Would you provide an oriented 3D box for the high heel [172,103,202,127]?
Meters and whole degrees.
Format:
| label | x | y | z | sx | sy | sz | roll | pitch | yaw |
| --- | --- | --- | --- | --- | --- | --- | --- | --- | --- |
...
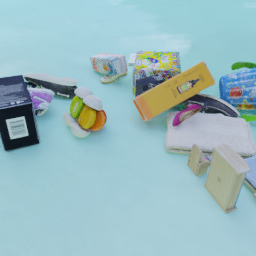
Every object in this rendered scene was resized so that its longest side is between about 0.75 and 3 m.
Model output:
| label | x | y | z | sx | sy | sz | roll | pitch | yaw |
| --- | --- | --- | --- | --- | --- | --- | --- | --- | --- |
| high heel | 1.968 | -0.411 | 9.428 | 1.079 | 0.364 | 0.519 | -49 | 35 | -8 |

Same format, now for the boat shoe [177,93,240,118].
| label | x | y | z | sx | sy | sz | roll | pitch | yaw |
| --- | --- | --- | --- | --- | --- | --- | --- | --- | --- |
| boat shoe | 2.781 | -0.817 | 10.917 | 2.971 | 1.079 | 0.932 | 27 | 83 | 26 |

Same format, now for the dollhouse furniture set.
| label | x | y | z | sx | sy | sz | roll | pitch | yaw |
| --- | --- | --- | --- | --- | --- | --- | --- | --- | --- |
| dollhouse furniture set | 3.292 | 0.907 | 7.809 | 2.319 | 1.513 | 2.189 | -12 | 39 | -17 |

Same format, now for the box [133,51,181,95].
| label | x | y | z | sx | sy | sz | roll | pitch | yaw |
| --- | --- | --- | --- | --- | --- | --- | --- | --- | --- |
| box | 1.283 | -2.484 | 12.577 | 2.005 | 1.270 | 2.081 | 4 | 37 | 5 |

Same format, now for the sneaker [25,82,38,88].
| label | x | y | z | sx | sy | sz | roll | pitch | yaw |
| --- | --- | --- | --- | --- | --- | --- | --- | --- | --- |
| sneaker | -4.568 | -1.911 | 12.394 | 0.514 | 0.580 | 1.372 | 26 | 43 | 31 |

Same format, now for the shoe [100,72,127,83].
| label | x | y | z | sx | sy | sz | roll | pitch | yaw |
| --- | --- | --- | --- | --- | --- | --- | --- | --- | --- |
| shoe | -0.690 | -2.581 | 13.419 | 0.565 | 0.431 | 1.616 | 29 | 46 | 33 |

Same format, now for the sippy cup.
| label | x | y | z | sx | sy | sz | roll | pitch | yaw |
| --- | --- | --- | --- | --- | --- | --- | --- | --- | --- |
| sippy cup | 4.521 | -1.476 | 10.960 | 1.748 | 1.873 | 2.385 | -4 | 24 | 13 |

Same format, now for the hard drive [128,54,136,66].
| label | x | y | z | sx | sy | sz | roll | pitch | yaw |
| --- | --- | --- | --- | --- | --- | --- | --- | --- | --- |
| hard drive | 0.507 | -3.689 | 15.132 | 0.862 | 0.172 | 1.307 | 3 | 37 | 4 |

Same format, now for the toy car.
| label | x | y | z | sx | sy | sz | roll | pitch | yaw |
| --- | --- | --- | --- | --- | --- | --- | --- | --- | --- |
| toy car | -1.420 | -0.526 | 10.075 | 1.289 | 1.504 | 1.719 | 15 | 19 | -44 |

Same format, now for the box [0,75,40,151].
| label | x | y | z | sx | sy | sz | roll | pitch | yaw |
| --- | --- | --- | --- | --- | --- | --- | --- | --- | --- |
| box | -3.938 | -0.597 | 9.672 | 1.188 | 1.685 | 2.278 | -14 | 39 | -21 |

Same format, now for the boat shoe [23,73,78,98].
| label | x | y | z | sx | sy | sz | roll | pitch | yaw |
| --- | --- | --- | --- | --- | --- | --- | --- | --- | --- |
| boat shoe | -3.393 | -1.880 | 12.186 | 2.645 | 0.798 | 0.977 | 12 | 22 | 14 |

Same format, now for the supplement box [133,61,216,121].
| label | x | y | z | sx | sy | sz | roll | pitch | yaw |
| --- | --- | --- | --- | --- | --- | --- | --- | --- | --- |
| supplement box | 1.653 | -1.317 | 10.262 | 2.877 | 0.957 | 0.990 | -28 | 1 | 0 |

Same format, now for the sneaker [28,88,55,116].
| label | x | y | z | sx | sy | sz | roll | pitch | yaw |
| --- | --- | --- | --- | --- | --- | --- | --- | --- | --- |
| sneaker | -3.735 | -1.014 | 11.092 | 1.830 | 0.663 | 1.043 | 5 | 74 | 43 |

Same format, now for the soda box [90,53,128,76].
| label | x | y | z | sx | sy | sz | roll | pitch | yaw |
| --- | --- | --- | --- | --- | --- | --- | --- | --- | --- |
| soda box | -0.954 | -3.050 | 13.243 | 0.812 | 0.755 | 2.376 | -24 | 26 | -23 |

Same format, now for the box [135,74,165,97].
| label | x | y | z | sx | sy | sz | roll | pitch | yaw |
| --- | --- | --- | --- | --- | --- | --- | --- | --- | --- |
| box | 0.874 | -1.449 | 11.305 | 1.034 | 1.135 | 0.591 | -18 | 40 | -21 |

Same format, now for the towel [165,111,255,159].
| label | x | y | z | sx | sy | sz | roll | pitch | yaw |
| --- | --- | --- | --- | --- | --- | --- | --- | --- | --- |
| towel | 2.749 | 0.213 | 9.542 | 2.930 | 0.505 | 1.942 | 5 | 39 | 7 |
